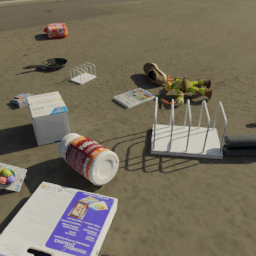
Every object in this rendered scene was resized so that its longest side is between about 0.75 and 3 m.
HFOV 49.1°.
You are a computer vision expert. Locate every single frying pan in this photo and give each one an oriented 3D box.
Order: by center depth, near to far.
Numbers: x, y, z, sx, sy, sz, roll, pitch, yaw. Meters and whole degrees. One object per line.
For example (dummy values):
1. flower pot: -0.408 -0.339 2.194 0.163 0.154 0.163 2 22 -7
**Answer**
1. frying pan: -4.388 -3.401 15.463 1.433 0.386 2.368 21 41 30

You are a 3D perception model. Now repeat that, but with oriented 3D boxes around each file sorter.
1. file sorter: 2.009 -0.080 9.495 2.331 1.451 1.617 4 34 5
2. file sorter: -2.300 -2.802 14.267 0.780 0.700 1.124 22 40 30

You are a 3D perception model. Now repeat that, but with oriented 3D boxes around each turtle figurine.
1. turtle figurine: 2.637 -1.924 12.759 2.226 0.889 2.760 3 34 5

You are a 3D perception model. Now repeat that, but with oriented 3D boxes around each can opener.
1. can opener: 4.534 0.664 9.001 2.775 0.740 0.928 -1 31 0

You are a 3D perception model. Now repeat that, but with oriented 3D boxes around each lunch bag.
1. lunch bag: -5.429 -7.308 20.955 1.698 0.790 1.928 -9 35 -13

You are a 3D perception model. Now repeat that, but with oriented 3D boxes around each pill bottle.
1. pill bottle: -1.230 0.855 8.360 1.040 1.040 1.821 -28 37 -35

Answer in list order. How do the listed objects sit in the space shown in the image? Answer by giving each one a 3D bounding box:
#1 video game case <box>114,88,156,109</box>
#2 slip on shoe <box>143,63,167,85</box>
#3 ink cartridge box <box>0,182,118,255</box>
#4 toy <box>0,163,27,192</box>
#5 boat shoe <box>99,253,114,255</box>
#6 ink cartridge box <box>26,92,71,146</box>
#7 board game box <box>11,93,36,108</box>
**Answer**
1. video game case: 0.305 -1.365 12.604 1.560 0.141 1.117 -23 40 -30
2. slip on shoe: 1.215 -2.778 14.209 0.589 0.739 1.943 -3 38 -31
3. ink cartridge box: -1.640 2.368 6.644 2.234 0.489 2.255 10 33 14
4. toy: -3.425 1.323 7.647 1.141 0.657 0.269 21 -6 -24
5. boat shoe: -0.249 2.901 6.047 0.870 0.282 0.313 17 37 24
6. ink cartridge box: -2.876 -0.390 10.172 1.212 1.190 1.646 -13 36 -19
7. board game box: -4.640 -1.225 12.262 0.910 0.281 0.909 12 35 17
